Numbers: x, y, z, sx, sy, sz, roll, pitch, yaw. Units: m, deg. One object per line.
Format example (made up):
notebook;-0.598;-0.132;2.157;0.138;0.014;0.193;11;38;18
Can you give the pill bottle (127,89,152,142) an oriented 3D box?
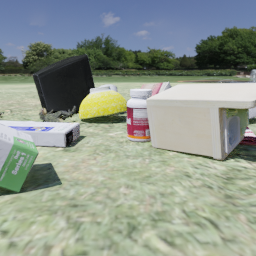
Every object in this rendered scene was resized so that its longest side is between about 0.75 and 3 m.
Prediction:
pill bottle;0.398;-0.405;8.639;0.876;1.551;0.876;0;12;0

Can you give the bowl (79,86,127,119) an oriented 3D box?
bowl;-1.116;-1.157;12.166;2.217;1.193;2.217;-10;6;1

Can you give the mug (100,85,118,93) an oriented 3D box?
mug;-0.947;-1.310;13.944;1.025;1.217;1.388;-9;-18;2

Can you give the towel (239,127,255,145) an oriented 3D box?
towel;3.234;0.102;9.374;1.801;0.284;2.501;3;12;13

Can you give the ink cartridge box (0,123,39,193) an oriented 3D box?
ink cartridge box;-2.849;0.258;5.128;2.038;0.859;1.489;27;-1;-27

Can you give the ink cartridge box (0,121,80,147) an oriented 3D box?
ink cartridge box;-3.055;0.138;8.609;2.893;0.536;1.370;4;13;7

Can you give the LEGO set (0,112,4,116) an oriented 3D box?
LEGO set;-6.110;-0.616;13.117;0.617;0.269;0.950;0;-1;-10

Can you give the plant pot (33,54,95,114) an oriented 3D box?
plant pot;-3.370;-2.136;14.614;2.529;2.851;2.844;-18;18;-23

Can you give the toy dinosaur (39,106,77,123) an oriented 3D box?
toy dinosaur;-2.694;-0.442;11.199;1.179;0.635;2.676;-25;23;-28

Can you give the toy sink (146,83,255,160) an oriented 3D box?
toy sink;2.168;-0.235;7.399;2.766;1.549;1.803;5;23;38

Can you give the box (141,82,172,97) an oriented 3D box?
box;1.428;-1.642;14.594;1.728;0.942;1.105;1;52;42

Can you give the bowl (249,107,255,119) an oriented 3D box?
bowl;4.031;-1.020;12.213;2.871;1.072;2.867;-13;13;-27
